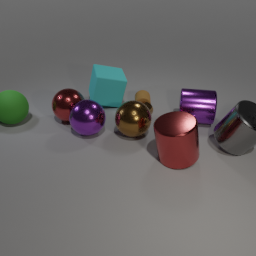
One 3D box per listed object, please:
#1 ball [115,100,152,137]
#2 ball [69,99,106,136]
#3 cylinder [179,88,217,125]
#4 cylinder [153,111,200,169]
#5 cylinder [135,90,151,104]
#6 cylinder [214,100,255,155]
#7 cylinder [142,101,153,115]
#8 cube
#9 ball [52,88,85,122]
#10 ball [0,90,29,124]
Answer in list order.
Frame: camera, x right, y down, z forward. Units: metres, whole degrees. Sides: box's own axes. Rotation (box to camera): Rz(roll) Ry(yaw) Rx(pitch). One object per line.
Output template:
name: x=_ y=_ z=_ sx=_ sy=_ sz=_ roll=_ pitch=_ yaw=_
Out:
ball: x=0.196 y=-0.348 z=10.640 sx=1.400 sy=1.400 sz=1.400 roll=0 pitch=31 yaw=0
ball: x=-1.553 y=-0.399 z=10.762 sx=1.400 sy=1.400 sz=1.400 roll=0 pitch=31 yaw=0
cylinder: x=2.837 y=-0.893 z=11.553 sx=1.400 sy=1.400 sz=1.400 roll=5 pitch=31 yaw=9
cylinder: x=1.618 y=0.386 z=9.252 sx=1.400 sy=1.400 sz=1.400 roll=-9 pitch=34 yaw=6
cylinder: x=0.656 y=-1.228 z=12.522 sx=0.700 sy=0.700 sz=0.700 roll=0 pitch=38 yaw=1
cylinder: x=3.930 y=0.005 z=9.638 sx=1.400 sy=1.400 sz=1.400 roll=13 pitch=50 yaw=-16
cylinder: x=0.635 y=-0.677 z=11.891 sx=0.700 sy=0.700 sz=0.700 roll=13 pitch=33 yaw=21
cube: x=-0.972 y=-1.952 z=12.968 sx=1.400 sy=1.400 sz=1.400 roll=5 pitch=34 yaw=-17
ball: x=-2.461 y=-0.948 z=11.671 sx=1.400 sy=1.400 sz=1.400 roll=0 pitch=31 yaw=0
ball: x=-4.812 y=-0.858 z=11.516 sx=1.400 sy=1.400 sz=1.400 roll=0 pitch=31 yaw=0
